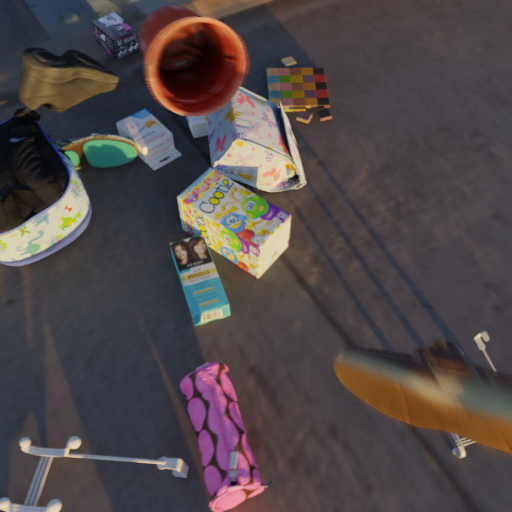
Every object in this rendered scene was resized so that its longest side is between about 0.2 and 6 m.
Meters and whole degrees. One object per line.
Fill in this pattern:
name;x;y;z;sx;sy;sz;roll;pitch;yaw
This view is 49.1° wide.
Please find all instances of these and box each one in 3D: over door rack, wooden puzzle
over door rack;-2.526;3.834;8.307;2.722;0.907;2.011;6;56;4
over door rack;3.578;2.311;9.467;1.302;0.587;1.762;-17;78;-11
wooden puzzle;1.059;-4.284;14.433;1.527;0.181;2.575;-1;55;-1

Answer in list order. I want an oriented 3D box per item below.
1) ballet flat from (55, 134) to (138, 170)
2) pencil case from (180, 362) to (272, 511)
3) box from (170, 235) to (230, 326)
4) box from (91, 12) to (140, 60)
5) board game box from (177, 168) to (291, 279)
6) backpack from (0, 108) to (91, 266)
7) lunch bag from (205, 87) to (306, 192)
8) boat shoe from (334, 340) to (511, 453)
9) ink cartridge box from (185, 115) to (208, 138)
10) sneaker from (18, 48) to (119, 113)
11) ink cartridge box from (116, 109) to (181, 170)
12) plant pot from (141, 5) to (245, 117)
ballet flat;-3.938;-2.431;12.772;2.440;0.906;0.906;-9;55;-9
pencil case;-0.571;2.784;8.929;1.017;1.050;2.241;-22;56;-3
box;-1.111;0.444;10.959;0.727;0.434;1.767;-16;57;-11
box;-3.847;-6.056;15.380;0.762;0.662;1.154;-35;62;-22
board game box;-0.451;-0.687;11.370;2.059;1.060;1.080;32;61;20
backpack;-4.613;-1.111;11.064;2.464;1.979;2.693;-35;58;-15
lunch bag;0.108;-2.535;12.329;2.155;1.370;1.828;18;48;-33
boat shoe;2.403;1.623;7.233;2.733;0.986;0.984;13;52;22
ink cartridge box;-1.318;-3.451;13.686;0.759;0.442;1.048;-15;56;-10
sneaker;-3.001;-2.732;8.883;0.759;0.907;1.998;38;26;14
ink cartridge box;-2.512;-2.747;13.164;0.839;0.495;1.458;-35;62;-22
plant pot;-1.395;-3.940;10.899;1.834;1.834;1.784;-19;43;-13
